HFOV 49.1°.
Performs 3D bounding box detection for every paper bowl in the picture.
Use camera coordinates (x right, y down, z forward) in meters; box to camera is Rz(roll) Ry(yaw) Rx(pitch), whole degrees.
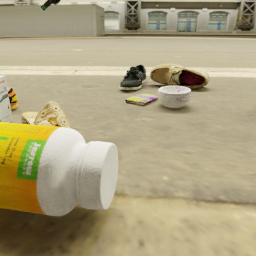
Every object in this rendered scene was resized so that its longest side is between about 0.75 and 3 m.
[{"bbox_3d":[1.530,-1.020,9.287,1.068,0.556,1.068,0,21,0],"label":"paper bowl"}]

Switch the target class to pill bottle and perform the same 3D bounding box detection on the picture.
[{"bbox_3d":[-1.366,0.593,4.173,2.296,1.275,1.275,4,22,11],"label":"pill bottle"}]

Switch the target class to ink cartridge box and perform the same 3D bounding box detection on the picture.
[{"bbox_3d":[-3.582,-0.658,7.305,0.551,1.327,0.973,3,22,7],"label":"ink cartridge box"}]

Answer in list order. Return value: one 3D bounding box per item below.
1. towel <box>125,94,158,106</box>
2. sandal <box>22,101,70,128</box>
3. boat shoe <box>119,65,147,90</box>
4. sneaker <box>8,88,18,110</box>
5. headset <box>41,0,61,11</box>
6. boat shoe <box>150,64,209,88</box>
[{"bbox_3d":[0.500,-1.017,9.886,0.815,0.129,1.135,14,24,32],"label":"towel"},{"bbox_3d":[-2.027,-0.305,7.015,0.867,0.778,2.364,-10,21,-43],"label":"sandal"},{"bbox_3d":[0.276,-2.230,11.984,0.947,0.840,2.534,9,23,21],"label":"boat shoe"},{"bbox_3d":[-4.241,-0.839,8.590,1.617,0.727,0.565,-15,26,-34],"label":"sneaker"},{"bbox_3d":[-2.081,-3.836,8.292,1.120,0.526,0.692,-49,26,-9],"label":"headset"},{"bbox_3d":[2.114,-2.175,11.724,2.527,0.935,0.839,6,17,14],"label":"boat shoe"}]
